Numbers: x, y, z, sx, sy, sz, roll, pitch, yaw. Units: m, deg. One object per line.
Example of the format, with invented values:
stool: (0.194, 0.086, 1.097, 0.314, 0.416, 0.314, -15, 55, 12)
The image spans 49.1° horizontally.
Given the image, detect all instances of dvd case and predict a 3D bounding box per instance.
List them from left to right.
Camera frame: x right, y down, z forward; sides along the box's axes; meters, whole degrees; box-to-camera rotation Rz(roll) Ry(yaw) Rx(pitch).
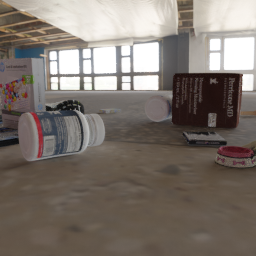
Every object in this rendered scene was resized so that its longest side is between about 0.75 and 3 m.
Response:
dvd case: (-4.106, 0.265, 8.948, 2.276, 0.200, 1.623, 7, 11, 37)
dvd case: (2.336, 0.309, 8.731, 1.091, 0.179, 1.451, 1, 10, 4)

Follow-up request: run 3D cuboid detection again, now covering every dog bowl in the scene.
dog bowl: (2.437, 0.641, 6.363, 0.879, 0.324, 0.879, 0, 9, 0)

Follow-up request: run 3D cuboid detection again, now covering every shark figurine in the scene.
shark figurine: (3.268, 0.566, 6.134, 1.046, 0.730, 1.750, -35, 6, -4)

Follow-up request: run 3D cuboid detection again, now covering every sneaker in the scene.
sneaker: (-3.279, -0.724, 12.431, 2.854, 1.054, 1.155, -5, 8, -36)

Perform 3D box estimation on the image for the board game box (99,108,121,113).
board game box: (-1.049, -1.012, 16.464, 1.063, 0.182, 0.715, -8, 13, -38)

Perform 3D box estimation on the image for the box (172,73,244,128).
box: (3.433, -1.271, 12.039, 2.625, 2.178, 2.156, 5, 11, 25)

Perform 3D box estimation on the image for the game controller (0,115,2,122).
game controller: (-5.774, -0.368, 12.517, 0.901, 0.364, 1.728, -13, 6, 14)

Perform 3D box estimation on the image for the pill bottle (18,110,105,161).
pill bottle: (-1.608, 0.128, 6.948, 1.897, 1.135, 1.135, -6, 12, -36)

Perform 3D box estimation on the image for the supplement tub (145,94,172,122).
supplement tub: (1.681, -0.987, 13.297, 1.206, 1.206, 1.827, 5, 10, 29)

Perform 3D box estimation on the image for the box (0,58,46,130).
box: (-3.701, -1.103, 9.776, 2.005, 2.571, 0.529, 9, 13, 34)

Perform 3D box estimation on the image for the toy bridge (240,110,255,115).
toy bridge: (5.965, -0.851, 15.257, 1.995, 0.272, 0.671, 5, 11, 27)
